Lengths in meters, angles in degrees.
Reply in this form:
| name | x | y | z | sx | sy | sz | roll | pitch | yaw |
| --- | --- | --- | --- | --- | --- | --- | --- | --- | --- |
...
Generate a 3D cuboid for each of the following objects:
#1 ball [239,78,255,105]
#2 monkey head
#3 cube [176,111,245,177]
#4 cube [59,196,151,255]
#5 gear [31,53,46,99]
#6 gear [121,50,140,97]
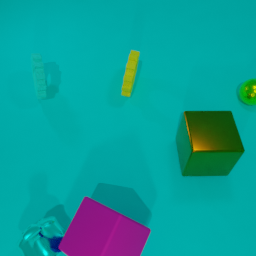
| name | x | y | z | sx | sy | sz | roll | pitch | yaw |
| --- | --- | --- | --- | --- | --- | --- | --- | --- | --- |
| ball | 3.861 | -1.113 | 8.616 | 0.832 | 0.832 | 0.832 | 0 | 64 | 0 |
| monkey head | -1.961 | 2.709 | 6.507 | 1.799 | 1.294 | 1.084 | -35 | 80 | -20 |
| cube | 2.096 | 0.425 | 7.476 | 1.298 | 1.298 | 1.298 | 0 | 53 | -3 |
| cube | -0.494 | 2.469 | 6.252 | 1.250 | 1.250 | 1.250 | 11 | 68 | 44 |
| gear | -2.732 | -1.573 | 8.546 | 0.248 | 1.339 | 1.339 | -9 | 64 | -21 |
| gear | 0.081 | -1.651 | 8.566 | 0.255 | 1.378 | 1.378 | 13 | 65 | 2 |
